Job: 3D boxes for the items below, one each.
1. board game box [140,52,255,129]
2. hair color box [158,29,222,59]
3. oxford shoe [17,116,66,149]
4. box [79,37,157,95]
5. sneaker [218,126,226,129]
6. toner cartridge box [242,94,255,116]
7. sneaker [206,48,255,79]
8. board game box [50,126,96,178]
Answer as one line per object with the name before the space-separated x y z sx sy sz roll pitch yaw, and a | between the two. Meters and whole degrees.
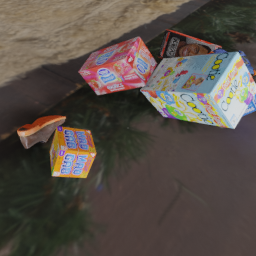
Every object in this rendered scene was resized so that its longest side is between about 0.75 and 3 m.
board game box | 1.686 -0.962 7.031 1.246 1.224 2.377 -54 32 -14
hair color box | 2.140 -2.703 9.946 2.025 1.028 0.620 30 26 29
oxford shoe | -2.231 0.055 7.426 0.542 0.554 1.519 6 23 33
box | -0.328 -1.707 7.989 1.990 0.992 0.950 -3 48 43
sneaker | 2.595 -0.668 7.947 0.663 0.916 1.875 -25 27 29
toner cartridge box | 3.062 -0.613 7.315 0.623 0.283 1.311 -28 2 32
sneaker | 2.558 -1.910 8.745 2.764 1.041 1.084 0 70 -14
board game box | -1.279 0.553 6.368 0.797 0.798 0.797 8 36 -25
